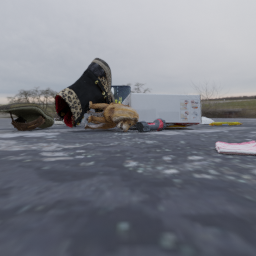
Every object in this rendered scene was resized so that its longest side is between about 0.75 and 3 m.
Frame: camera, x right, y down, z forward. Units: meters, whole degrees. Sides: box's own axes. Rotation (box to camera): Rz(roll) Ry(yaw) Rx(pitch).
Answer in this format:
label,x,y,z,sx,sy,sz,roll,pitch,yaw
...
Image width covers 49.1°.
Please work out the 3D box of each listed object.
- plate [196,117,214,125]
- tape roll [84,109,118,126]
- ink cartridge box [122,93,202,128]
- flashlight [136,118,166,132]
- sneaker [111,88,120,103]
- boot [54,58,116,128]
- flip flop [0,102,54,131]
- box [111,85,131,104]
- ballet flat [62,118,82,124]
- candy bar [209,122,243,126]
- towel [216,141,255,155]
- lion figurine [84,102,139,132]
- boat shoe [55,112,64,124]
label,x,y,z,sx,sy,sz,roll,pitch,yaw
plate,3.139,-0.425,15.971,2.649,0.428,2.643,-1,2,-17
tape roll,-0.771,-0.613,14.207,2.898,0.957,2.898,0,2,0
ink cartridge box,1.138,-0.573,10.717,2.590,1.086,2.274,0,-5,-10
flashlight,0.711,-0.091,8.724,0.412,0.413,1.216,-2,0,41
sneaker,-0.694,-1.057,14.513,0.960,2.269,0.845,16,-34,-30
boot,-1.357,-0.755,9.402,0.988,2.701,2.034,29,55,21
flip flop,-3.374,-0.253,9.434,1.161,0.824,2.863,-3,-13,8
box,-0.781,-1.531,18.200,1.912,2.424,0.618,1,0,6
ballet flat,-2.653,-0.347,12.957,0.605,0.605,1.656,-2,5,-31
candy bar,4.774,-0.205,13.716,1.664,0.184,0.415,-1,-1,-10
towel,1.555,0.269,3.927,0.596,0.122,0.815,0,3,14
lion figurine,-0.611,-0.340,9.318,1.515,0.896,2.474,4,-2,-13
boat shoe,-3.716,-0.631,16.800,0.904,0.749,2.517,0,3,7
